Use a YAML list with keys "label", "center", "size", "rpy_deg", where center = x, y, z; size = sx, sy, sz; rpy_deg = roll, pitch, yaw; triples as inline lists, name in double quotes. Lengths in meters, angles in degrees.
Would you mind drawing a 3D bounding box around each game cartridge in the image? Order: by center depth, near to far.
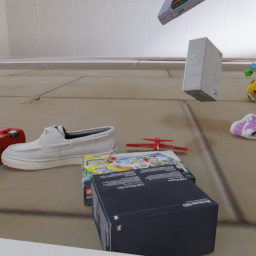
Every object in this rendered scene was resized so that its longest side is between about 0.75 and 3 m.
- label: "game cartridge"
  center: [1.903, -3.634, 7.181]
  size: [2.389, 0.459, 1.549]
  rpy_deg: [-22, 26, 33]

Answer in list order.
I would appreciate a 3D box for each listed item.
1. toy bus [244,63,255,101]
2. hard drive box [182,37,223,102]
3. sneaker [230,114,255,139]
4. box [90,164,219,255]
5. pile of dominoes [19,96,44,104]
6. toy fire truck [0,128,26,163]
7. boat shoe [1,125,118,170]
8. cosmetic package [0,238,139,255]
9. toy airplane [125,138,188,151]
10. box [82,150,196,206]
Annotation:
- label: "toy bus"
  center: [5.370, -1.554, 11.423]
  size: [0.945, 1.830, 1.726]
  rpy_deg: [-38, 38, -14]
- label: "hard drive box"
  center: [1.666, -1.246, 6.158]
  size: [0.445, 1.158, 0.903]
  rpy_deg: [2, -11, 41]
- label: "sneaker"
  center: [3.349, 0.007, 7.487]
  size: [1.235, 0.447, 0.704]
  rpy_deg: [-24, 34, -38]
- label: "box"
  center: [0.250, 1.053, 3.570]
  size: [1.288, 0.671, 1.173]
  rpy_deg: [-5, 16, -15]
- label: "pile of dominoes"
  center: [-4.007, -1.165, 11.610]
  size: [0.760, 0.155, 0.974]
  rpy_deg: [3, 17, 9]
- label: "toy fire truck"
  center: [-3.419, 0.503, 5.502]
  size: [1.681, 0.581, 2.384]
  rpy_deg: [6, 18, 19]
- label: "boat shoe"
  center: [-1.363, 0.325, 5.711]
  size: [2.315, 0.793, 0.833]
  rpy_deg: [-1, 17, -5]
- label: "cosmetic package"
  center: [-0.927, 1.356, 1.802]
  size: [2.786, 1.150, 0.706]
  rpy_deg: [3, 18, 9]
- label: "toy airplane"
  center: [0.606, 0.341, 6.051]
  size: [1.420, 0.261, 1.420]
  rpy_deg: [4, -3, 0]
- label: "box"
  center: [0.103, 0.812, 4.908]
  size: [1.792, 0.338, 1.224]
  rpy_deg: [-3, 17, -9]
